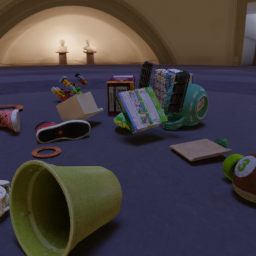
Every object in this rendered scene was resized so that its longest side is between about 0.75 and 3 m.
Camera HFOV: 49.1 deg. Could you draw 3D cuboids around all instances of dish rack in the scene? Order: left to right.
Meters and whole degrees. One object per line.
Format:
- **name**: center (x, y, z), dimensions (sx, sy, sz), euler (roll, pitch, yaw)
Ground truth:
- **dish rack**: center (1.161, -1.512, 9.942), dimensions (0.537, 1.510, 1.969), euler (-12, 33, -39)

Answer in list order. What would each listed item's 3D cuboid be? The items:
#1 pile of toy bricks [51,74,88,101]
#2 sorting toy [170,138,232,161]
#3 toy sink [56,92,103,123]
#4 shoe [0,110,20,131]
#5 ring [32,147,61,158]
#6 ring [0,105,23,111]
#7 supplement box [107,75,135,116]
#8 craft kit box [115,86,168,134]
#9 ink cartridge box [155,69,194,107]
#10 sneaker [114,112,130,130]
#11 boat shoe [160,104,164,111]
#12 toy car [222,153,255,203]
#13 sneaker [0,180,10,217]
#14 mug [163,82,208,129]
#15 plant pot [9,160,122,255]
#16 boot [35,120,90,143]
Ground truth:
- **pile of toy bricks**: center (-3.147, -2.246, 16.811), dimensions (1.399, 1.572, 2.833), euler (43, 14, 7)
- **sorting toy**: center (2.388, 0.630, 8.337), dimensions (1.907, 0.281, 1.409), euler (-9, 13, -17)
- **toy sink**: center (-1.876, -0.819, 11.125), dimensions (1.039, 0.893, 1.594), euler (-25, 0, 25)
- **shoe**: center (-4.688, -0.286, 10.723), dimensions (0.985, 0.773, 2.165), euler (-7, 13, -19)
- **ring**: center (-2.432, 0.729, 8.373), dimensions (0.853, 0.082, 0.853), euler (-1, 16, 0)
- **ring**: center (-6.051, -0.922, 13.876), dimensions (1.647, 0.158, 1.647), euler (1, 16, 0)
- **supplement box**: center (-0.284, -1.688, 13.903), dimensions (1.228, 1.581, 2.866), euler (1, 16, 3)
- **craft kit box**: center (0.466, -0.642, 9.407), dimensions (1.403, 1.421, 0.345), euler (-16, -17, -28)
- **ink cartridge box**: center (2.116, -1.754, 13.462), dimensions (1.148, 1.972, 2.727), euler (-2, 16, -7)
- **sneaker**: center (0.199, -0.649, 11.048), dimensions (0.940, 1.060, 2.537), euler (24, 25, 11)
- **boat shoe**: center (1.202, -0.545, 12.015), dimensions (0.611, 0.621, 1.751), euler (-25, 15, 17)
- **toy car**: center (3.143, 0.339, 5.710), dimensions (1.821, 2.307, 1.895), euler (-2, 16, -6)
- **sneaker**: center (-2.596, 1.386, 4.961), dimensions (0.862, 0.757, 2.152), euler (-1, 16, -15)
- **mug**: center (2.353, -0.763, 11.134), dimensions (1.258, 2.034, 1.671), euler (16, -2, 38)
- **plant pot**: center (-0.892, 1.213, 4.620), dimensions (1.534, 1.534, 1.411), euler (13, 10, 37)
- **boot**: center (-2.335, -0.017, 9.957), dimensions (1.844, 0.668, 1.330), euler (-9, 17, -18)
